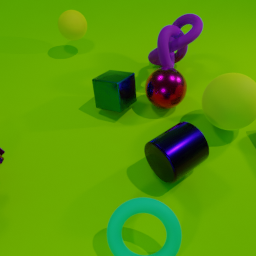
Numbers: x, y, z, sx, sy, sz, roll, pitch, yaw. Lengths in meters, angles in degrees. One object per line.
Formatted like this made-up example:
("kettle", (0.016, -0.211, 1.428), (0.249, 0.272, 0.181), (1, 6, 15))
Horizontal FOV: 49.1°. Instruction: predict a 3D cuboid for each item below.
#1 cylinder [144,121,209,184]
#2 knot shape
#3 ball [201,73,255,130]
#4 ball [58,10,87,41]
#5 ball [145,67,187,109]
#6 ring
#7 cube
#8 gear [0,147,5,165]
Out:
("cylinder", (1.011, 0.503, 5.885), (0.981, 0.981, 0.981), (-30, 52, -23))
("knot shape", (1.310, -2.419, 8.443), (0.903, 1.828, 1.953), (39, 69, 2))
("ball", (2.477, -0.631, 6.740), (1.372, 1.372, 1.372), (0, 45, 0))
("ball", (-1.841, -3.399, 9.296), (0.961, 0.961, 0.961), (0, 45, 0))
("ball", (1.009, -1.063, 7.473), (1.115, 1.115, 1.115), (0, 45, 0))
("ring", (0.266, 1.791, 4.706), (1.258, 1.258, 0.252), (5, 4, 5))
("cube", (-0.341, -0.992, 7.415), (0.823, 0.823, 0.823), (13, 34, 30))
("gear", (-3.101, 1.005, 5.229), (1.777, 0.329, 1.777), (-31, 29, 19))
